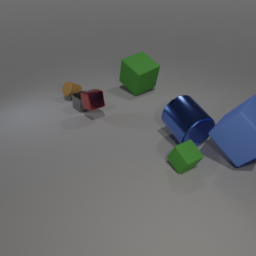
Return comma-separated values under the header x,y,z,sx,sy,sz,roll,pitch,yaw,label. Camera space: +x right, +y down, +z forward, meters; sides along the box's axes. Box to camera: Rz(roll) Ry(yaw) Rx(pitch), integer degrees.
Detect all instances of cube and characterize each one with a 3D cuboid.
x,y,z,sx,sy,sz,roll,pitch,yaw,label
1.800,0.914,8.849,0.700,0.700,0.700,-19,63,-29,cube
3.699,0.085,8.760,1.400,1.400,1.400,50,49,4,cube
-1.464,-1.189,11.651,0.700,0.700,0.700,-21,23,-31,cube
-2.067,-1.209,12.757,0.700,0.700,0.700,-22,37,-33,cube
0.561,-2.762,14.192,1.400,1.400,1.400,-29,60,-27,cube

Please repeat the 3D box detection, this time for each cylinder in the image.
x,y,z,sx,sy,sz,roll,pitch,yaw,label
2.137,-0.232,10.053,1.400,1.400,1.400,-15,49,-24,cylinder
-2.712,-1.839,13.604,0.700,0.700,0.700,25,9,36,cylinder
